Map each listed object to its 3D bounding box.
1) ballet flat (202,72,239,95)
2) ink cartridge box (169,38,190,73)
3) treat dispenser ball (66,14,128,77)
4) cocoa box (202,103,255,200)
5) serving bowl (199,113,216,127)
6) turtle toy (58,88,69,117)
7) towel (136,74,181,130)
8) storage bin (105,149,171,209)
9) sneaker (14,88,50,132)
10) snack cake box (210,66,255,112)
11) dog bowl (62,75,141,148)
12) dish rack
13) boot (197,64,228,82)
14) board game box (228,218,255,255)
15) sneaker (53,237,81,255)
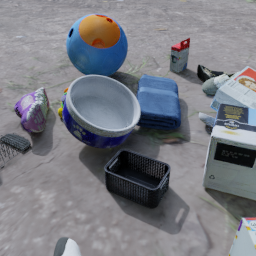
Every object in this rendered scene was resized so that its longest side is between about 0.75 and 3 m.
[{"bbox_3d":[4.260,-2.038,12.007,2.391,0.762,0.806,-14,65,-21],"label":"ballet flat"},{"bbox_3d":[2.529,-3.600,13.689,0.522,1.553,0.902,27,43,33],"label":"ink cartridge box"},{"bbox_3d":[-1.399,-3.732,12.847,2.802,2.802,2.802,0,35,0],"label":"treat dispenser ball"},{"bbox_3d":[3.481,0.681,7.287,2.670,1.780,1.752,12,37,17],"label":"cocoa box"},{"bbox_3d":[2.878,-0.229,9.708,0.954,0.314,0.954,20,7,-2],"label":"serving bowl"},{"bbox_3d":[-1.910,-0.911,10.322,1.391,0.965,1.909,-1,35,-2],"label":"turtle toy"},{"bbox_3d":[1.134,-1.025,10.625,1.653,0.719,2.961,9,37,-1],"label":"towel"},{"bbox_3d":[0.249,1.298,7.368,1.533,0.719,1.036,18,38,23],"label":"storage bin"},{"bbox_3d":[-3.519,-0.579,9.968,1.093,0.994,2.473,-10,31,-3],"label":"sneaker"},{"bbox_3d":[4.453,-1.227,10.544,1.517,0.887,2.639,37,49,23],"label":"snack cake box"},{"bbox_3d":[-0.858,-0.560,9.045,2.399,0.945,2.399,15,47,-17],"label":"dog bowl"},{"bbox_3d":[-3.945,0.607,8.590,1.313,0.467,1.712,20,39,24],"label":"dish rack"},{"bbox_3d":[3.942,-2.528,13.097,1.121,0.536,1.484,-2,35,-9],"label":"boot"},{"bbox_3d":[3.439,2.541,4.930,2.740,1.437,1.411,-1,35,-2],"label":"board game box"},{"bbox_3d":[-0.320,3.077,4.478,1.606,1.000,2.996,-11,41,-7],"label":"sneaker"}]
